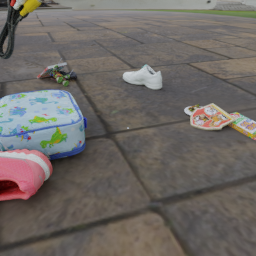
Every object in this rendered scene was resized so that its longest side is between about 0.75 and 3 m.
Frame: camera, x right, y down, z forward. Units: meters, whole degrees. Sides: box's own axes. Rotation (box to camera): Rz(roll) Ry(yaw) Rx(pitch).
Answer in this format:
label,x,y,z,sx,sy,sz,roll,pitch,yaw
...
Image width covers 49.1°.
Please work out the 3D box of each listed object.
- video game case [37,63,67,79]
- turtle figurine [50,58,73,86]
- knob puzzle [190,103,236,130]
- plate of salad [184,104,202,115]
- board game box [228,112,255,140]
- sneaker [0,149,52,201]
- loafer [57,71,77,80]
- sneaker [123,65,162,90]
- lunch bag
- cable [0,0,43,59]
label,x,y,z,sx,sy,sz,roll,pitch,yaw
video game case,-3.625,-2.724,13.324,1.004,0.123,1.404,-25,5,-38
turtle figurine,-2.977,-2.494,12.706,1.150,0.827,1.115,-23,50,-11
knob puzzle,2.655,-0.366,9.279,1.440,0.200,1.440,-6,40,5
plate of salad,2.506,-0.642,10.057,0.939,0.225,0.939,1,28,0
board game box,3.783,-0.081,9.046,0.725,0.227,1.517,-15,34,-23
sneaker,-3.172,1.001,6.119,2.784,1.026,1.208,2,29,3
loafer,-3.003,-2.486,13.500,1.176,0.370,0.423,5,59,18
sneaker,0.668,-2.429,12.669,2.093,0.926,0.788,20,35,33
lunch bag,-2.480,-0.149,8.087,2.327,1.193,2.894,-12,30,-18
cable,-2.988,-2.857,7.137,1.062,2.187,0.550,42,15,5
